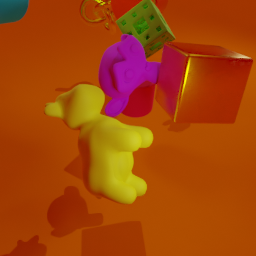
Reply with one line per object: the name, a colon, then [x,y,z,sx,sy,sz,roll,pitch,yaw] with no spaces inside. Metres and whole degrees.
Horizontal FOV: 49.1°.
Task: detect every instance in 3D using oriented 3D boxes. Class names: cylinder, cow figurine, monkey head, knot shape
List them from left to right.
cylinder: [-3.165,-2.974,6.127,1.378,1.378,1.378,18,32,20]
cow figurine: [-0.499,0.212,4.200,1.659,1.686,0.925,9,7,24]
knot shape: [-0.952,-3.788,9.264,1.342,1.434,0.663,16,63,-2]
monkey head: [0.085,-1.007,5.102,1.203,1.007,1.672,14,80,-15]
cylinder: [0.191,-0.887,6.896,0.920,0.920,0.920,2,44,-2]
cylinder: [0.363,-3.620,7.887,1.318,1.318,1.318,14,38,16]

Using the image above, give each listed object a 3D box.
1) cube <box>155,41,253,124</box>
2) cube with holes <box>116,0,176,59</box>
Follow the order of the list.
cube: [1.093,-0.714,4.336,0.996,0.996,0.996,1,26,-13]
cube with holes: [0.404,-2.112,6.069,0.818,0.818,0.818,-31,-6,21]
